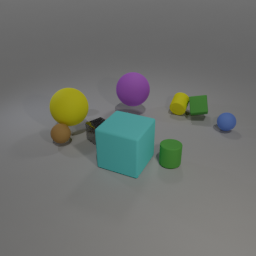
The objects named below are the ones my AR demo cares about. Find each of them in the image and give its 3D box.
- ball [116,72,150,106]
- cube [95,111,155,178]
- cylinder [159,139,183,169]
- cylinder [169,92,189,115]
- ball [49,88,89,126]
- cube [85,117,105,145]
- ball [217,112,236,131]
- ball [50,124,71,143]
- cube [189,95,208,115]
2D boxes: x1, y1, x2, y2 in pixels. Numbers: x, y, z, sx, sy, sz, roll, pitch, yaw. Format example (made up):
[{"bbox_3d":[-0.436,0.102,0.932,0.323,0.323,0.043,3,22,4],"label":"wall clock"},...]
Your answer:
[{"bbox_3d":[0.205,-1.600,11.623,1.400,1.400,1.400,0,29,0],"label":"ball"},{"bbox_3d":[-0.054,0.468,8.781,1.400,1.400,1.400,13,33,22],"label":"cube"},{"bbox_3d":[1.349,0.810,8.882,0.700,0.700,0.700,0,27,0],"label":"cylinder"},{"bbox_3d":[2.206,-1.042,11.980,0.700,0.700,0.700,13,51,21],"label":"cylinder"},{"bbox_3d":[-2.149,-0.766,10.251,1.400,1.400,1.400,0,29,0],"label":"ball"},{"bbox_3d":[-1.039,0.118,10.133,0.700,0.700,0.700,-23,35,-35],"label":"cube"},{"bbox_3d":[3.751,-0.240,10.665,0.700,0.700,0.700,0,29,0],"label":"ball"},{"bbox_3d":[-2.362,0.193,9.844,0.700,0.700,0.700,0,29,0],"label":"ball"},{"bbox_3d":[2.907,-0.928,11.541,0.700,0.700,0.700,-4,-5,14],"label":"cube"}]
